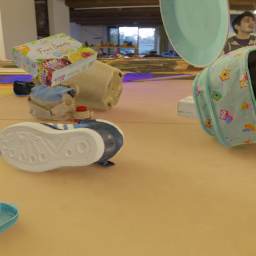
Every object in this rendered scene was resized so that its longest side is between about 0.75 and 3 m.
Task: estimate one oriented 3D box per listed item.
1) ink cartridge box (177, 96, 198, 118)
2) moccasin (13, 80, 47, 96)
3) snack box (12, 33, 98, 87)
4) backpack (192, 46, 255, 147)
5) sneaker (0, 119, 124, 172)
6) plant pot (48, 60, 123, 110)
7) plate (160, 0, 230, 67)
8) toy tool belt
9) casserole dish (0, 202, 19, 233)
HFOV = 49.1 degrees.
[{"bbox_3d":[2.647,-0.850,11.025,0.999,0.564,1.360,11,20,29],"label":"ink cartridge box"},{"bbox_3d":[-4.693,-2.239,14.897,2.649,0.903,1.066,-12,21,-34],"label":"moccasin"},{"bbox_3d":[-1.955,-1.944,7.722,1.365,0.509,1.920,31,40,14],"label":"snack box"},{"bbox_3d":[3.118,-0.852,7.754,2.293,2.630,2.992,-10,10,34],"label":"backpack"},{"bbox_3d":[-1.432,0.341,6.768,2.706,1.090,1.981,-1,5,20],"label":"sneaker"},{"bbox_3d":[-1.573,-1.857,11.713,2.361,2.579,2.579,19,23,18],"label":"plant pot"},{"bbox_3d":[1.430,-2.499,6.051,0.302,2.361,2.361,-24,24,-15],"label":"plate"},{"bbox_3d":[-2.508,-1.103,10.213,2.498,1.535,1.560,8,19,24],"label":"toy tool belt"},{"bbox_3d":[-2.160,1.475,4.242,0.641,0.205,1.058,11,20,33],"label":"casserole dish"}]
